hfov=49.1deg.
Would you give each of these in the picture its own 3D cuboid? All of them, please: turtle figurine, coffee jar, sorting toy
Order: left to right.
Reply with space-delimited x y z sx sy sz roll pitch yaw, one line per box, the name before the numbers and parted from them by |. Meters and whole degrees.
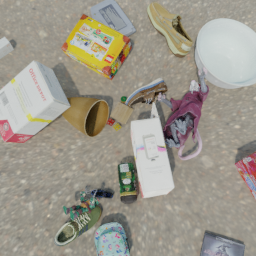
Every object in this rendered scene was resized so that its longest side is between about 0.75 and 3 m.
turtle figurine | -1.374 2.476 9.156 1.343 1.005 0.676 -23 98 -37
sorting toy | -0.253 -0.513 10.868 0.683 0.239 1.416 27 72 9
coffee jar | -0.024 1.936 9.749 0.586 0.717 1.374 -5 71 -3

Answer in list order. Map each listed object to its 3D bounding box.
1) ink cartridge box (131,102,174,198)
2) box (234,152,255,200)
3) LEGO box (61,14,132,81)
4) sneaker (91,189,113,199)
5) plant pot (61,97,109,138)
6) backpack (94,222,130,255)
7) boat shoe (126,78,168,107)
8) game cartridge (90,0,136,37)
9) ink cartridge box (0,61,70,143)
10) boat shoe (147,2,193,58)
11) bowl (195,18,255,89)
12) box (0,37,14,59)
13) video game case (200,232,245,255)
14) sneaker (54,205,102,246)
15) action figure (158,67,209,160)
ink cartridge box | 0.705 0.786 9.628 0.991 1.710 2.935 -8 70 -3
box | 4.754 1.841 9.605 0.993 1.037 2.080 -24 72 -8
LEGO box | -1.245 -3.259 11.342 2.267 0.875 1.688 31 86 11
sneaker | -0.909 2.304 9.826 0.807 0.314 0.283 7 71 2
plant pot | -1.729 -0.563 10.408 1.538 1.433 1.433 21 71 26
backpack | -0.542 3.701 9.056 1.091 0.925 1.229 -12 66 -5
boat shoe | 0.767 -1.280 10.925 1.824 0.659 0.660 -33 75 -11
game cartridge | -0.735 -4.665 12.245 1.346 0.420 2.022 -31 76 -4
ink cartridge box | -3.557 -0.871 10.067 2.499 1.042 1.814 -35 71 16
boat shoe | 1.845 -4.353 11.686 1.011 1.074 2.820 -24 75 -33
bowl | 3.785 -2.654 10.931 2.939 1.321 2.939 4 70 -10
box | -5.301 -3.325 11.723 0.823 0.512 0.401 -39 75 -13
video game case | 2.974 4.565 9.101 1.362 0.181 1.907 16 72 6
sneaker | -1.644 3.240 9.221 1.831 0.822 0.614 -37 74 -12
action figure | 2.383 -0.690 10.251 2.227 2.004 2.991 49 46 -19
